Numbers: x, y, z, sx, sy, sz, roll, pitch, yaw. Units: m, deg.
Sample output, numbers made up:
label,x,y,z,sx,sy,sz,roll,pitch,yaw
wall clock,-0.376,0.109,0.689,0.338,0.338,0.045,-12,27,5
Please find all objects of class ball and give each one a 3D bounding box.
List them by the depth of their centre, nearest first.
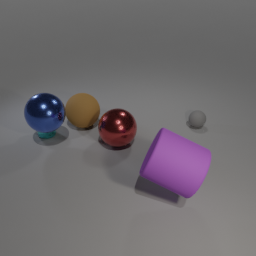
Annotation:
label,x,y,z,sx,sy,sz,roll,pitch,yaw
ball,-2.889,-0.527,9.779,1.400,1.400,1.400,0,30,0
ball,-0.373,-0.009,10.099,1.400,1.400,1.400,0,30,0
ball,-1.825,-0.708,11.287,1.400,1.400,1.400,0,30,0
ball,2.814,-0.371,11.363,0.700,0.700,0.700,0,30,0

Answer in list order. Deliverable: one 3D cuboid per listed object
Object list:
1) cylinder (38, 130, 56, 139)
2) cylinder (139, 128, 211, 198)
label,x,y,z,sx,sy,sz,roll,pitch,yaw
cylinder,-3.156,-0.059,10.819,0.700,0.700,0.700,4,36,-3
cylinder,1.211,0.902,7.325,1.400,1.400,1.400,26,33,1
